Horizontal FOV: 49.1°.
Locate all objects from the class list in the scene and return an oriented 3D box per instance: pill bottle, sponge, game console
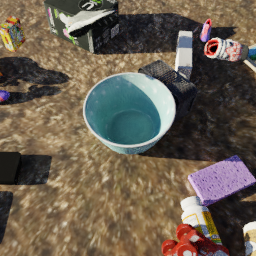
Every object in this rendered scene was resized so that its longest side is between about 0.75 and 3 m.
[{"bbox_3d":[1.936,2.632,7.633,0.781,0.781,1.406,-10,55,-7],"label":"pill bottle"},{"bbox_3d":[3.517,3.458,6.797,1.186,1.186,2.073,7,55,5],"label":"pill bottle"},{"bbox_3d":[2.897,1.607,8.685,1.845,0.275,1.029,-20,57,-13],"label":"sponge"},{"bbox_3d":[-4.283,1.990,8.362,1.722,0.352,2.920,0,55,0],"label":"game console"}]

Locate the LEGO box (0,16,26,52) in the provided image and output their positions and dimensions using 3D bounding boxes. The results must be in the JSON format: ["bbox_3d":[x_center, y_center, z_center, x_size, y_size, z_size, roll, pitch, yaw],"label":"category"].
[{"bbox_3d":[-3.232,-2.634,7.856,0.298,0.773,0.576,21,60,8],"label":"LEGO box"}]

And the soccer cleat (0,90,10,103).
[{"bbox_3d":[-5.394,-1.322,10.533,1.826,0.668,0.623,4,55,3],"label":"soccer cleat"}]

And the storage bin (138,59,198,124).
[{"bbox_3d":[1.300,-1.302,10.026,0.963,1.389,2.054,-29,59,-27],"label":"storage bin"}]

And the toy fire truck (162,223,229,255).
[{"bbox_3d":[1.561,3.248,6.933,1.275,1.519,0.852,35,18,-1],"label":"toy fire truck"}]

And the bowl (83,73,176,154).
[{"bbox_3d":[0.066,-0.286,9.233,2.867,1.500,2.867,-1,58,2],"label":"bowl"}]

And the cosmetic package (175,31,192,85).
[{"bbox_3d":[2.279,-2.884,11.499,0.580,0.946,2.292,5,54,7],"label":"cosmetic package"}]

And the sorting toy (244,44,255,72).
[{"bbox_3d":[6.057,-2.982,11.885,2.231,0.407,2.065,-23,58,-16],"label":"sorting toy"}]

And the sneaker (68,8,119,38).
[{"bbox_3d":[-1.333,-4.058,10.318,2.044,0.755,0.810,-14,81,13],"label":"sneaker"}]

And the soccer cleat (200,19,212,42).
[{"bbox_3d":[3.601,-4.472,12.900,0.455,0.488,1.333,15,56,10],"label":"soccer cleat"}]

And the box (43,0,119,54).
[{"bbox_3d":[-2.005,-4.903,12.497,2.662,1.655,1.977,29,59,18],"label":"box"}]

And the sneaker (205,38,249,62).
[{"bbox_3d":[2.382,-2.084,7.317,0.873,0.544,1.628,9,19,-8],"label":"sneaker"}]

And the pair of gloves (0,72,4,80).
[{"bbox_3d":[-5.503,-1.920,10.823,1.298,0.180,1.457,-15,26,-19],"label":"pair of gloves"}]
